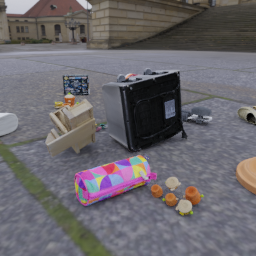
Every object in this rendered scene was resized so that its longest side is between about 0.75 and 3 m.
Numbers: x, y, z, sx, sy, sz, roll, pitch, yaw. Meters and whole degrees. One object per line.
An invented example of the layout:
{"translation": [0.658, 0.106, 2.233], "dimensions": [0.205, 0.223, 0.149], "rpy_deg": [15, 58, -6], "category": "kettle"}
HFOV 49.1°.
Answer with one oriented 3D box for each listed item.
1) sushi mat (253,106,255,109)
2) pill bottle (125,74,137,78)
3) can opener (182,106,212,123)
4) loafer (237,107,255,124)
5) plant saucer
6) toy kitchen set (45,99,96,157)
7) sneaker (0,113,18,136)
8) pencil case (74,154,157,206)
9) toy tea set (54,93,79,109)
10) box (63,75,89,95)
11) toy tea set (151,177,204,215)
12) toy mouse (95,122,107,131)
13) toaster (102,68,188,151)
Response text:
{"translation": [7.392, -1.010, 14.031], "dimensions": [2.035, 0.123, 0.973], "rpy_deg": [-7, 21, -19], "category": "sushi mat"}
{"translation": [0.940, -2.214, 15.481], "dimensions": [2.400, 1.370, 1.370], "rpy_deg": [16, 25, 37], "category": "pill bottle"}
{"translation": [2.585, -0.716, 12.275], "dimensions": [2.303, 0.770, 0.614], "rpy_deg": [16, 25, 37], "category": "can opener"}
{"translation": [5.253, -0.547, 12.114], "dimensions": [0.514, 0.570, 1.506], "rpy_deg": [-2, 20, -24], "category": "loafer"}
{"translation": [4.070, 1.276, 7.423], "dimensions": [2.246, 0.363, 2.246], "rpy_deg": [1, 21, 0], "category": "plant saucer"}
{"translation": [-2.120, -0.198, 8.625], "dimensions": [1.558, 1.909, 1.723], "rpy_deg": [-32, 63, -23], "category": "toy kitchen set"}
{"translation": [-5.686, -0.023, 10.164], "dimensions": [1.682, 1.073, 2.911], "rpy_deg": [6, 11, 22], "category": "sneaker"}
{"translation": [-0.314, 1.242, 6.870], "dimensions": [1.963, 0.867, 0.867], "rpy_deg": [-13, 24, -29], "category": "pencil case"}
{"translation": [-2.829, -1.278, 13.923], "dimensions": [1.888, 0.699, 1.123], "rpy_deg": [18, 27, 40], "category": "toy tea set"}
{"translation": [-3.105, -2.575, 16.765], "dimensions": [1.512, 1.202, 0.348], "rpy_deg": [-1, 20, 0], "category": "box"}
{"translation": [1.140, 1.610, 6.632], "dimensions": [1.225, 0.453, 0.728], "rpy_deg": [23, 59, 41], "category": "toy tea set"}
{"translation": [-1.150, -0.004, 11.218], "dimensions": [0.734, 0.160, 0.825], "rpy_deg": [6, 21, 18], "category": "toy mouse"}
{"translation": [0.614, -0.619, 9.752], "dimensions": [2.437, 2.696, 1.599], "rpy_deg": [-20, 25, -27], "category": "toaster"}
